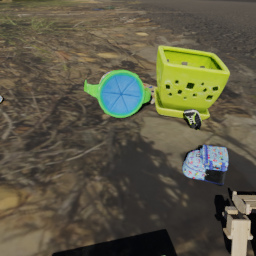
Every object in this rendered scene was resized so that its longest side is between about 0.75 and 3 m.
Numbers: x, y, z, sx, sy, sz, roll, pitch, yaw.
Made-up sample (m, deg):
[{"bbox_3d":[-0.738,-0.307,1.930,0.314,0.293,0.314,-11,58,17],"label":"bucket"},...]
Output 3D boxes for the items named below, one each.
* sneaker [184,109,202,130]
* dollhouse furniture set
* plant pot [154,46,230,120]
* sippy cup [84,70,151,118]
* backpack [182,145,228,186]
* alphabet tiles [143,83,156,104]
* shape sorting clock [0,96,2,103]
[{"bbox_3d":[2.316,-0.261,9.757,0.427,1.191,0.493,-10,63,34],"label":"sneaker"},{"bbox_3d":[2.872,2.166,6.473,1.836,1.051,2.153,1,7,1],"label":"dollhouse furniture set"},{"bbox_3d":[2.211,-1.697,10.909,2.399,2.188,2.411,8,30,-3],"label":"plant pot"},{"bbox_3d":[-0.426,-1.542,11.379,1.892,2.410,1.766,-46,24,5],"label":"sippy cup"},{"bbox_3d":[2.176,0.994,7.966,1.184,0.796,1.081,8,33,15],"label":"backpack"},{"bbox_3d":[0.452,-1.687,13.092,2.432,0.077,2.024,21,36,30],"label":"alphabet tiles"},{"bbox_3d":[-6.149,-1.198,12.101,1.323,0.260,1.323,0,31,0],"label":"shape sorting clock"}]
